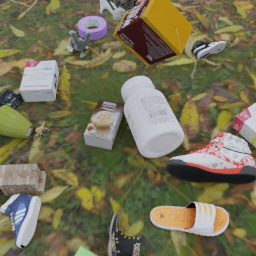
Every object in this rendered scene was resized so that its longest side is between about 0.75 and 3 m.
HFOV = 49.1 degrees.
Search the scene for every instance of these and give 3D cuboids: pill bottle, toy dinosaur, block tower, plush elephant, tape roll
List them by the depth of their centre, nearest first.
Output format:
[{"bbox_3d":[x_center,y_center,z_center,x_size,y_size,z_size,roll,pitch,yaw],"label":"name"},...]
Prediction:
[{"bbox_3d":[-4.108,1.681,8.935,2.753,0.796,0.743,-2,53,-3],"label":"block tower"},{"bbox_3d":[0.737,-0.485,10.052,1.604,1.604,2.806,-14,54,-10],"label":"pill bottle"},{"bbox_3d":[-3.220,0.046,10.493,0.468,0.269,0.925,13,54,11],"label":"toy dinosaur"},{"bbox_3d":[-2.344,-3.993,13.180,1.044,1.268,0.982,-15,31,-27],"label":"plush elephant"},{"bbox_3d":[-1.813,-5.114,14.285,1.442,0.473,1.442,-1,53,1],"label":"tape roll"}]

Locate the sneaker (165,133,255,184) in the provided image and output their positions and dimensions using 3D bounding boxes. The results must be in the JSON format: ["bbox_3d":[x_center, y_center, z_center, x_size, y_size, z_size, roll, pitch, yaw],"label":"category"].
[{"bbox_3d":[2.699,0.931,9.389,2.946,0.984,1.579,6,52,0],"label":"sneaker"}]

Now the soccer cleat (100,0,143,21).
[{"bbox_3d":[-0.101,-4.680,11.025,2.418,1.030,0.830,26,28,21],"label":"soccer cleat"}]

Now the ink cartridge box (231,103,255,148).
[{"bbox_3d":[4.909,0.033,10.206,1.256,0.722,1.731,-29,58,-20],"label":"ink cartridge box"}]

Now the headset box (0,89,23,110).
[{"bbox_3d":[-4.778,-1.092,11.288,0.699,0.372,0.802,18,55,14],"label":"headset box"}]

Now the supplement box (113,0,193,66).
[{"bbox_3d":[0.704,-2.786,8.061,1.514,1.493,1.005,-5,54,55],"label":"supplement box"}]

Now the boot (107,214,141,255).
[{"bbox_3d":[-0.091,3.121,8.035,0.919,0.447,1.220,4,56,4],"label":"boot"}]

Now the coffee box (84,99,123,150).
[{"bbox_3d":[-0.862,-0.162,10.375,0.996,0.694,1.741,11,54,8],"label":"coffee box"}]

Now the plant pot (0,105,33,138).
[{"bbox_3d":[-4.126,-0.099,10.213,1.177,1.102,1.102,24,55,1],"label":"plant pot"}]

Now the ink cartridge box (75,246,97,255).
[{"bbox_3d":[-0.233,4.047,6.448,2.538,1.846,1.066,25,57,18],"label":"ink cartridge box"}]

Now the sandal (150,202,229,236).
[{"bbox_3d":[1.847,2.631,8.264,2.351,0.674,0.901,1,53,1],"label":"sandal"}]

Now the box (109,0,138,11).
[{"bbox_3d":[-0.184,-4.393,9.394,1.059,1.314,0.323,27,92,-4],"label":"box"}]

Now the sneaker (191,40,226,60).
[{"bbox_3d":[3.756,-3.931,13.293,1.662,0.607,0.930,-25,58,-16],"label":"sneaker"}]

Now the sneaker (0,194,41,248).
[{"bbox_3d":[-3.330,2.701,8.316,1.118,0.615,1.527,1,56,11],"label":"sneaker"}]

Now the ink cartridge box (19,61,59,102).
[{"bbox_3d":[-3.668,-1.964,11.719,1.285,0.730,1.763,-2,53,-2],"label":"ink cartridge box"}]
